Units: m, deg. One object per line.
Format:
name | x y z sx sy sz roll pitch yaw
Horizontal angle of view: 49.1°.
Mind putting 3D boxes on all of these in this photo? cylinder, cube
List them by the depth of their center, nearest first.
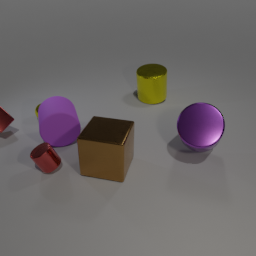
cylinder | -2.555 0.927 8.718 0.700 0.700 0.700 -19 34 14
cube | -0.634 0.615 8.722 1.400 1.400 1.400 8 31 12
cylinder | 2.318 0.019 8.978 1.400 1.400 1.400 10 -7 16
cylinder | -2.520 -0.261 10.194 1.400 1.400 1.400 -9 32 -15
cube | -4.784 -0.267 10.341 0.700 0.700 0.700 -12 37 51
cylinder | 1.113 -2.060 13.025 1.400 1.400 1.400 -3 39 3

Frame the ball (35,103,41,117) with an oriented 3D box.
ball | -3.486 -0.683 11.583 0.700 0.700 0.700 0 31 0
